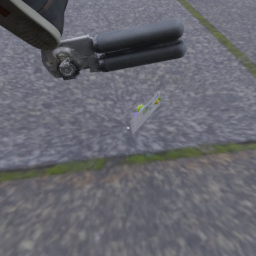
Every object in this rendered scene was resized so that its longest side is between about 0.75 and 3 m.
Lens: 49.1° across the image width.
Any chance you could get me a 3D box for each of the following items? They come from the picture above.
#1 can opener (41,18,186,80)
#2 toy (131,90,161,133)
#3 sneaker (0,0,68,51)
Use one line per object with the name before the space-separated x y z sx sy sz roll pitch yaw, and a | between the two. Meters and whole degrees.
can opener | -0.323 -1.520 5.257 2.706 0.722 0.905 -8 36 11
toy | 0.278 -0.317 5.068 0.190 0.463 0.805 38 70 24
sneaker | -1.830 -2.255 4.211 0.818 2.187 1.162 -8 62 31
